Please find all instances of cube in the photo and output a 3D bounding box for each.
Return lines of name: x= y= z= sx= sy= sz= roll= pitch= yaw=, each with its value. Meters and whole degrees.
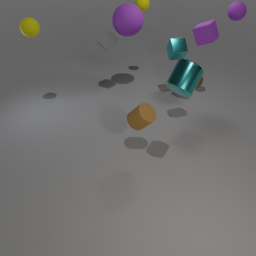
cube: x=2.196 y=-3.545 z=12.585 sx=0.700 sy=0.700 sz=0.700 roll=-7 pitch=76 yaw=-10
cube: x=3.039 y=-3.704 z=10.902 sx=0.700 sy=0.700 sz=0.700 roll=-1 pitch=31 yaw=41
cube: x=-0.942 y=-3.980 z=12.792 sx=0.700 sy=0.700 sz=0.700 roll=-47 pitch=13 yaw=4

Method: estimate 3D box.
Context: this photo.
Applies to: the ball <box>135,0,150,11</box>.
ball: x=0.689 y=-6.023 z=13.525 sx=0.700 sy=0.700 sz=0.700 roll=0 pitch=33 yaw=0

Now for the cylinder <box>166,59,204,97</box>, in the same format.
cylinder: x=1.393 y=-1.226 z=6.906 sx=0.700 sy=0.700 sz=0.700 roll=28 pitch=-1 yaw=1

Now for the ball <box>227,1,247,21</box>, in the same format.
ball: x=4.168 y=-4.470 z=10.712 sx=0.700 sy=0.700 sz=0.700 roll=0 pitch=33 yaw=0

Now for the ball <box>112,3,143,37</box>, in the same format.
ball: x=-0.005 y=-4.848 z=12.585 sx=1.400 sy=1.400 sz=1.400 roll=0 pitch=33 yaw=0

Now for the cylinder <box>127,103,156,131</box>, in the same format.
cylinder: x=0.437 y=-0.365 z=9.098 sx=0.700 sy=0.700 sz=0.700 roll=19 pitch=56 yaw=-30

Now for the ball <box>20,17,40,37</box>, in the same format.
ball: x=-3.662 y=-3.746 z=10.443 sx=0.700 sy=0.700 sz=0.700 roll=0 pitch=33 yaw=0

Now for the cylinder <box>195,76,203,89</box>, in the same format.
cylinder: x=2.401 y=-1.898 z=10.621 sx=0.700 sy=0.700 sz=0.700 roll=28 pitch=7 yaw=36
